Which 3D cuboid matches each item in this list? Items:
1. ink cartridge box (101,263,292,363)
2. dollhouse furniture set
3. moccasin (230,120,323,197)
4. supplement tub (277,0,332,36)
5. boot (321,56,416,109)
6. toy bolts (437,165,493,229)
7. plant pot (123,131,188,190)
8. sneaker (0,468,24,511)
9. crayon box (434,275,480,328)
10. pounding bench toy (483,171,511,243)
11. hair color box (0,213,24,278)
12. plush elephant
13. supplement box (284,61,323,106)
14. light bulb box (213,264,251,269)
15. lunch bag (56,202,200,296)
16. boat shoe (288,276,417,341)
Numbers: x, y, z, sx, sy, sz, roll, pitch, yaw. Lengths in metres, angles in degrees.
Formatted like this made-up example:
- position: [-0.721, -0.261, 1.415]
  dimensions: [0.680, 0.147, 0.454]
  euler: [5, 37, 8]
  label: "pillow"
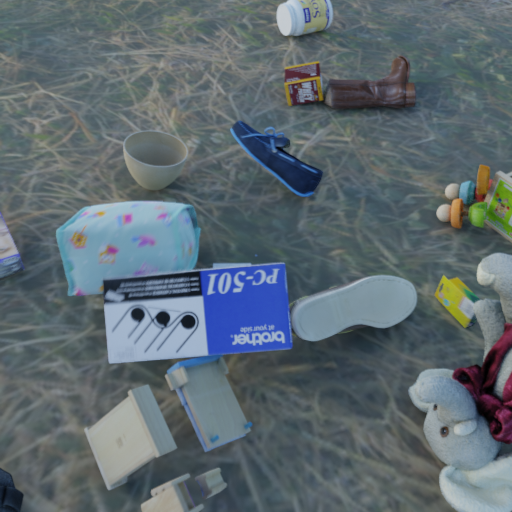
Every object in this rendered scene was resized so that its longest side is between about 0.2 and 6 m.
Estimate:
- position: [-0.889, 0.861, 8.637]
  dimensions: [2.785, 0.616, 1.309]
  euler: [-6, 89, 4]
  label: "ink cartridge box"
- position: [-1.051, 2.707, 8.225]
  dimensions: [2.060, 1.344, 1.945]
  euler: [-6, 61, -50]
  label: "dollhouse furniture set"
- position: [0.510, -2.309, 12.464]
  dimensions: [2.346, 0.800, 0.944]
  euler: [40, 23, 3]
  label: "moccasin"
- position: [1.562, -7.783, 18.145]
  dimensions: [1.541, 1.121, 1.121]
  euler: [-21, 49, -20]
  label: "supplement tub"
- position: [3.011, -4.816, 15.526]
  dimensions: [2.473, 0.794, 2.305]
  euler: [-2, 44, 4]
  label: "boot"
- position: [4.400, -1.345, 11.823]
  dimensions: [0.958, 1.319, 1.381]
  euler: [6, 25, 28]
  label: "toy bolts"
- position: [-2.280, -2.024, 12.486]
  dimensions: [1.386, 0.930, 1.386]
  euler: [10, 42, -9]
  label: "plant pot"
- position: [-4.482, 3.314, 7.326]
  dimensions: [2.790, 1.019, 1.561]
  euler: [8, 42, -3]
  label: "sneaker"
- position: [3.623, 0.787, 10.028]
  dimensions: [0.222, 0.555, 0.874]
  euler: [-14, 47, -24]
  label: "crayon box"
- position: [5.903, -0.933, 11.289]
  dimensions: [1.514, 1.206, 1.941]
  euler: [-23, 50, -22]
  label: "pounding bench toy"
- position: [-5.287, -0.278, 10.942]
  dimensions: [0.926, 0.549, 1.694]
  euler: [-22, 55, -24]
  label: "hair color box"
- position: [3.269, 1.960, 7.735]
  dimensions: [2.451, 3.166, 2.607]
  euler: [-27, 34, 5]
  label: "plush elephant"
- position: [1.300, -4.701, 15.288]
  dimensions: [0.973, 0.655, 0.986]
  euler: [-7, 44, 10]
  label: "supplement box"
- position: [-0.444, 0.551, 10.335]
  dimensions: [0.733, 0.462, 0.740]
  euler: [0, 46, -1]
  label: "light bulb box"
- position: [-2.150, -0.272, 10.152]
  dimensions: [2.106, 1.508, 2.473]
  euler: [-5, 15, 1]
  label: "lunch bag"
- position: [1.610, 0.890, 9.685]
  dimensions: [2.548, 0.915, 0.758]
  euler: [-12, 1, -25]
  label: "boat shoe"
